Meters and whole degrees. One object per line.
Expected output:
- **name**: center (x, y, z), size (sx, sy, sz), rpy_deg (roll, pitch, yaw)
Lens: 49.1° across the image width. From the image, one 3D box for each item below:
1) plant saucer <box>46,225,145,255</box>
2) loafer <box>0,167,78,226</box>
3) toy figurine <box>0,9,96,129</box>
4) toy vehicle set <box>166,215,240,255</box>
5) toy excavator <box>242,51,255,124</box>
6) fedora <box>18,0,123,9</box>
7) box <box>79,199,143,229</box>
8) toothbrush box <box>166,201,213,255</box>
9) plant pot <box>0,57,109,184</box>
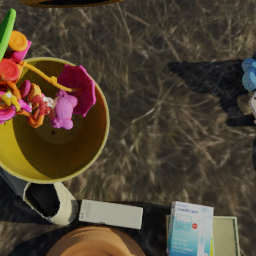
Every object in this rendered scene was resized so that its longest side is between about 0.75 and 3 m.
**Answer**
- **plant saucer**: center (-0.824, 3.892, 6.757), size (2.919, 0.546, 2.919), rpy_deg (0, 74, -1)
- **loafer**: center (-2.444, 1.333, 7.282), size (2.872, 0.981, 1.087), rpy_deg (39, 77, 11)
- **toy figurine**: center (-1.648, -0.716, 5.467), size (2.167, 1.767, 2.354), rpy_deg (23, 57, -33)
- **toy vehicle set**: center (1.915, 2.853, 7.217), size (1.806, 0.239, 1.122), rpy_deg (1, 73, 0)
- **toy excavator**: center (3.856, -1.178, 8.223), size (1.695, 0.871, 1.744), rpy_deg (41, 91, 10)
- **fedora**: center (-1.211, -3.279, 6.098), size (2.699, 2.699, 1.101), rpy_deg (-4, 109, -1)
- **box**: center (-0.428, 2.213, 7.212), size (1.558, 0.640, 0.533), rpy_deg (7, 74, 3)
- **toothbrush box**: center (1.519, 2.534, 6.901), size (0.953, 0.555, 1.302), rpy_deg (10, 74, 1)
- **plant pot**: center (-1.893, -0.181, 7.051), size (2.765, 1.962, 2.765), rpy_deg (0, 92, -6)
